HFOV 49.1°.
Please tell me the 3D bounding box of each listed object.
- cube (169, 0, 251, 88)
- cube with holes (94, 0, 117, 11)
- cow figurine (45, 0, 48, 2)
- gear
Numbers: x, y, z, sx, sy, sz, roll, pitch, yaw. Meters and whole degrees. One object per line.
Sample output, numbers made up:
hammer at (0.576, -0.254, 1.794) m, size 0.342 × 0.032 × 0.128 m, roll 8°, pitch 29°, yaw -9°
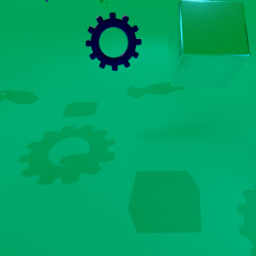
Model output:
cube at (1.325, -1.408, 4.851) m, size 1.060 × 1.060 × 1.060 m, roll 2°, pitch 71°, yaw -1°
cube with holes at (-0.591, -3.869, 7.763) m, size 0.701 × 0.701 × 0.701 m, roll 33°, pitch -6°, yaw -5°
cow figurine at (-2.407, -4.667, 8.377) m, size 1.457 × 1.433 × 0.799 m, roll -17°, pitch -7°, yaw 30°
gear at (-0.303, -1.794, 5.888) m, size 1.153 × 1.153 × 0.213 m, roll -3°, pitch 18°, yaw -5°
